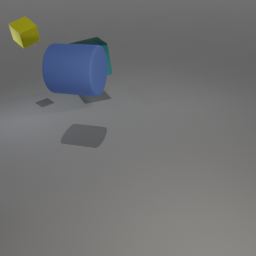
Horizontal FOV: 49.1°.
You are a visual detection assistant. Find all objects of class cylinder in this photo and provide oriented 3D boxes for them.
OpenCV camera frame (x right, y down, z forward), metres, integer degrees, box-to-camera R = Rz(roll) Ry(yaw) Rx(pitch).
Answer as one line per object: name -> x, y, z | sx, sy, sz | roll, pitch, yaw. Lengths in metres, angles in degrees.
cylinder -> -1.451, -1.643, 7.919 | 1.400, 1.400, 1.400 | 6, 29, 13

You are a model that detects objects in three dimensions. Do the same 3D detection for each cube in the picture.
cube -> -3.727, -3.443, 10.113 | 0.700, 0.700, 0.700 | 41, 63, 21
cube -> -1.667, -3.060, 12.402 | 1.400, 1.400, 1.400 | -19, 34, -15
